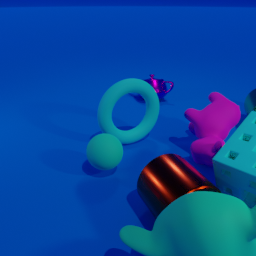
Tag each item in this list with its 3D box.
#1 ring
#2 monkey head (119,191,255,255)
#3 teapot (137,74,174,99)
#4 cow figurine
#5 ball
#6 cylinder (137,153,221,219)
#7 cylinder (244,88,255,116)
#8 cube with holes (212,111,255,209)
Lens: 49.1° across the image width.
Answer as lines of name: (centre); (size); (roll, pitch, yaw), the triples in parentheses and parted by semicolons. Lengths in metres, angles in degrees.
ring: (0.040, -0.390, 6.941); (1.685, 1.685, 0.337); (-13, 27, -24)
monkey head: (0.915, 1.429, 3.180); (1.969, 1.186, 1.416); (-18, 16, 13)
teapot: (0.820, -1.484, 10.051); (1.770, 0.867, 1.101); (4, 13, 32)
cow figurine: (2.028, 0.067, 6.393); (1.698, 0.932, 1.671); (-36, 42, -7)
ball: (-0.487, 0.500, 5.870); (0.768, 0.768, 0.768); (0, 26, 0)
cylinder: (0.818, 1.104, 4.593); (1.039, 1.039, 1.039); (-11, 28, -21)
cylinder: (3.923, -0.506, 7.859); (1.096, 1.096, 1.096); (5, 26, 10)
cube with holes: (2.352, 0.750, 4.555); (1.295, 1.295, 1.295); (22, 54, 42)
